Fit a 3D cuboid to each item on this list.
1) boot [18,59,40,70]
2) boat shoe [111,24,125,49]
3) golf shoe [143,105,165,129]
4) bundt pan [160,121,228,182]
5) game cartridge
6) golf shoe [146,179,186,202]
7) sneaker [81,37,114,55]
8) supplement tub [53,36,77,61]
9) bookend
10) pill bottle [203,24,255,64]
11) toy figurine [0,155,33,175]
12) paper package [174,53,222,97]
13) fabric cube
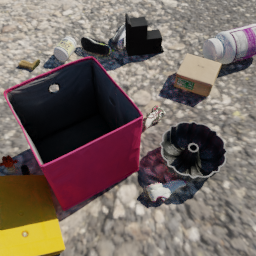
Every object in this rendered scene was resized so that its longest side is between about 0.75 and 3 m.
[{"bbox_3d":[-4.418,-2.922,12.547,0.753,0.249,0.660,19,56,14],"label":"boot"},{"bbox_3d":[-0.245,-4.649,13.556,0.684,0.724,2.018,19,63,11],"label":"boat shoe"},{"bbox_3d":[0.976,-0.370,10.584,0.520,0.456,1.182,30,60,12],"label":"golf shoe"},{"bbox_3d":[2.126,0.879,9.433,2.200,0.826,2.200,0,53,0],"label":"bundt pan"},{"bbox_3d":[-3.045,2.449,7.787,2.160,0.398,2.451,8,45,-44],"label":"game cartridge"},{"bbox_3d":[1.255,1.987,8.914,1.297,0.488,0.593,-11,69,-5],"label":"golf shoe"},{"bbox_3d":[-1.427,-3.796,13.101,1.704,0.611,0.705,29,32,19],"label":"sneaker"},{"bbox_3d":[-2.846,-3.615,12.745,0.725,0.725,1.001,18,57,12],"label":"supplement tub"},{"bbox_3d":[0.768,-4.223,12.571,1.727,1.738,0.801,-8,55,-5],"label":"bookend"},{"bbox_3d":[4.655,-3.632,12.346,2.514,1.411,1.411,-17,56,-12],"label":"pill bottle"},{"bbox_3d":[-3.770,1.592,8.984,1.138,0.804,1.156,24,56,10],"label":"toy figurine"},{"bbox_3d":[2.905,-2.213,11.686,1.551,0.802,1.478,21,57,14],"label":"paper package"},{"bbox_3d":[-1.525,0.168,8.646,2.903,2.950,2.959,-28,59,-17],"label":"fabric cube"}]
